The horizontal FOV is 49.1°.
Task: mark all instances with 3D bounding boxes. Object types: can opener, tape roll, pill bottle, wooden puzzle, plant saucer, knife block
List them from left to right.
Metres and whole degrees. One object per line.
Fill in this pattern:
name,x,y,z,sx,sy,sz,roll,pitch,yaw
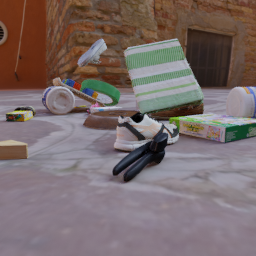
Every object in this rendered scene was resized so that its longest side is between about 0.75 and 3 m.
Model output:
knife block,-2.873,0.524,6.225,1.030,0.330,0.904,8,14,36
pill bottle,-3.699,-1.475,14.501,1.373,1.373,2.475,-4,11,-24
wooden puzzle,-2.695,-2.026,15.500,2.854,0.661,2.643,30,-4,-22
tape roll,-1.716,-2.130,17.210,2.476,0.595,2.476,14,-15,4
plant saucer,-0.379,-0.372,10.943,2.736,0.471,2.736,0,11,0
can opener,0.245,0.564,5.505,0.547,0.678,1.725,16,26,31
pill bottle,5.161,-0.784,10.329,2.632,1.475,1.475,-1,10,-5

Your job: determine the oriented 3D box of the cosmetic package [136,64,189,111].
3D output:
cosmetic package,1.794,-2.099,14.665,2.512,2.520,1.549,4,10,21

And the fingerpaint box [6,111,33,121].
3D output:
fingerpaint box,-4.628,-0.509,11.984,0.780,0.343,0.935,-1,11,2

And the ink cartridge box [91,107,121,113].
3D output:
ink cartridge box,-0.972,-0.734,12.979,1.282,0.435,0.738,-7,12,-35

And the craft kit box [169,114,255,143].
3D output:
craft kit box,2.906,-0.069,9.155,2.245,0.545,2.217,-7,10,-36

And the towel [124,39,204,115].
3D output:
towel,0.991,-1.597,8.376,1.906,2.498,0.292,-11,-29,-6

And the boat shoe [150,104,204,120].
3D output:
boat shoe,2.133,-0.799,12.230,2.422,0.823,0.871,-2,10,-13

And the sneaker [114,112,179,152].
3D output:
sneaker,0.610,0.021,7.479,0.839,0.911,2.277,8,11,44

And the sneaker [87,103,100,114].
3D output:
sneaker,-1.766,-0.836,13.777,0.659,0.546,1.381,-22,7,11

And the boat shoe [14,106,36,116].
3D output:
boat shoe,-4.817,-0.744,13.077,1.421,0.520,0.460,3,19,43

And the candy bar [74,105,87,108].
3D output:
candy bar,-2.902,-1.304,17.135,0.246,0.109,0.988,8,13,38

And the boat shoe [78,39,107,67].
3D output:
boat shoe,-0.954,-2.007,7.969,0.429,0.495,1.160,-2,45,41
